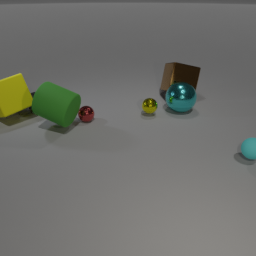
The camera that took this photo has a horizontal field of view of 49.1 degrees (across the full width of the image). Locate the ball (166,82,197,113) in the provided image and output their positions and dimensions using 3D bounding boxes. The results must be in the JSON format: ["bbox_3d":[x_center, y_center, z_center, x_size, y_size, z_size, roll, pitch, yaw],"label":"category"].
[{"bbox_3d":[2.419,-1.402,12.778,1.400,1.400,1.400,0,28,0],"label":"ball"}]

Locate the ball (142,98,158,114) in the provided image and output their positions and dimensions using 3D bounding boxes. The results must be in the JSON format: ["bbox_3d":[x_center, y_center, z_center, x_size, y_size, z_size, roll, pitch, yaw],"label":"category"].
[{"bbox_3d":[0.964,-0.987,12.449,0.700,0.700,0.700,0,28,0],"label":"ball"}]

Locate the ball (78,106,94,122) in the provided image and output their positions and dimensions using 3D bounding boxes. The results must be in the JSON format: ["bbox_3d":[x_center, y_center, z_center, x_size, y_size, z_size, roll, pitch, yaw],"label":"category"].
[{"bbox_3d":[-1.785,-0.605,11.973,0.700,0.700,0.700,0,28,0],"label":"ball"}]

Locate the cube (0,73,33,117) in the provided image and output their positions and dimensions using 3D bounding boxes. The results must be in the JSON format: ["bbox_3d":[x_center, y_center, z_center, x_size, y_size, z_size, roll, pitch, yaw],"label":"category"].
[{"bbox_3d":[-5.093,-1.352,11.866,1.400,1.400,1.400,-32,20,-36],"label":"cube"}]

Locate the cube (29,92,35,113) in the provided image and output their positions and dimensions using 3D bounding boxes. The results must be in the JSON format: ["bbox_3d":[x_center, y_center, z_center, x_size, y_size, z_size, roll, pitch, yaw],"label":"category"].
[{"bbox_3d":[-4.185,-1.219,12.849,0.700,0.700,0.700,-21,-7,-35],"label":"cube"}]

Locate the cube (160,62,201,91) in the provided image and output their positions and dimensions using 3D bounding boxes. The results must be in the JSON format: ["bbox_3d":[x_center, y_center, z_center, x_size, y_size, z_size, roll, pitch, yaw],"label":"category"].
[{"bbox_3d":[2.613,-2.477,14.157,1.400,1.400,1.400,9,9,-13],"label":"cube"}]

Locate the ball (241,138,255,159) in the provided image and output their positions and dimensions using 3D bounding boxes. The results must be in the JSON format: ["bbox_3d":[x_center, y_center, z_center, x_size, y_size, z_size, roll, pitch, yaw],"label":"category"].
[{"bbox_3d":[4.012,0.657,9.020,0.700,0.700,0.700,0,28,0],"label":"ball"}]

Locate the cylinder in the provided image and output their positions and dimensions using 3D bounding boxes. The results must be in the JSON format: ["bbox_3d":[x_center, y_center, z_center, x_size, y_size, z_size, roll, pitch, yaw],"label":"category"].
[{"bbox_3d":[-2.779,-0.926,10.978,1.400,1.400,1.400,23,32,8],"label":"cylinder"}]
